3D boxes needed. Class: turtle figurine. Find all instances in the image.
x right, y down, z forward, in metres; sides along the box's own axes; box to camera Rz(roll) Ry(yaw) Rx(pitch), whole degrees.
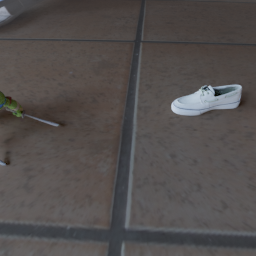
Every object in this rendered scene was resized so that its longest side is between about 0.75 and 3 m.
[{"bbox_3d":[-4.139,-0.159,8.314,2.635,2.717,1.956,4,58,39],"label":"turtle figurine"}]

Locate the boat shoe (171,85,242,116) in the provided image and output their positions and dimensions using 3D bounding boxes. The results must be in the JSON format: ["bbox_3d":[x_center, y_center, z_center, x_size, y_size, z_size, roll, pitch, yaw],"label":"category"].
[{"bbox_3d":[2.710,-1.093,9.671,2.500,0.835,0.920,-10,40,-13],"label":"boat shoe"}]
